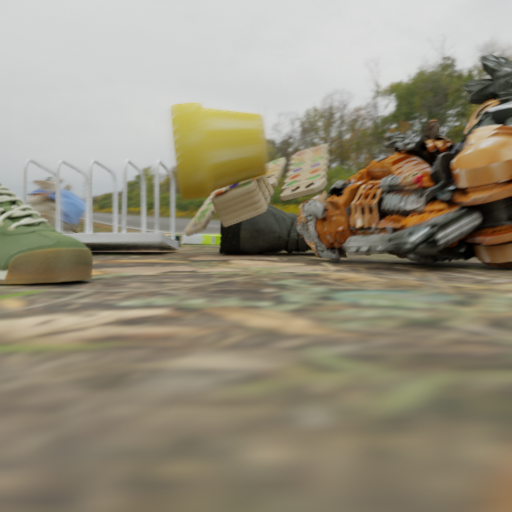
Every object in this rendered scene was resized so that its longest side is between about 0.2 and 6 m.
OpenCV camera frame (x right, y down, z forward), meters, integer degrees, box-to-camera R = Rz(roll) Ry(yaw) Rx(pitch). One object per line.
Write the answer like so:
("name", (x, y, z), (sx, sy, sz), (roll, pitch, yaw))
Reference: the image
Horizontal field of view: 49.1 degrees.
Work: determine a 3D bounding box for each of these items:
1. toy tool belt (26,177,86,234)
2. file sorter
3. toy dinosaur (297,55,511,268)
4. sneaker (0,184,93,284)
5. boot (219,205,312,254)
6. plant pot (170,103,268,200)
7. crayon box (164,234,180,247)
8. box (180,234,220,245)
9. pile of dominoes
("toy tool belt", (-4.231, -1.035, 11.954), (1.384, 1.362, 2.217), (36, 11, -4))
("file sorter", (-2.499, -0.807, 9.231), (2.223, 1.384, 1.542), (0, -3, 2))
("toy dinosaur", (2.703, -0.647, 6.052), (4.636, 2.368, 3.147), (18, 36, 35))
("sneaker", (-2.239, -0.280, 4.535), (2.117, 0.951, 0.710), (1, 3, 28))
("boot", (0.448, -0.451, 9.677), (1.957, 1.015, 2.996), (4, 11, 1))
("plant pot", (-0.471, -1.407, 7.387), (1.172, 1.245, 1.245), (-5, 3, -4))
("crayon box", (-2.143, -0.346, 12.779), (0.739, 0.296, 1.165), (-1, 2, -13))
("box", (-1.345, -0.418, 14.477), (1.154, 0.275, 0.704), (3, 3, 39))
("pile of dominoes", (0.047, -1.209, 8.446), (2.106, 0.430, 2.702), (-19, 20, 16))
